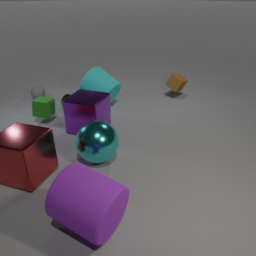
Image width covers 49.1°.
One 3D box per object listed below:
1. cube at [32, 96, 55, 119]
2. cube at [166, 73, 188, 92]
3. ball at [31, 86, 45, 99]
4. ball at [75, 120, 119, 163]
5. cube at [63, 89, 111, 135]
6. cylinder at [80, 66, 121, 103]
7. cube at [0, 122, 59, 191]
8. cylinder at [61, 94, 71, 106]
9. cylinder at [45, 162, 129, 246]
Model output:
[{"bbox_3d":[-3.539,-0.871,11.775,0.700,0.700,0.700,9,23,12],"label":"cube"},{"bbox_3d":[2.482,-2.325,14.261,0.700,0.700,0.700,45,33,18],"label":"cube"},{"bbox_3d":[-4.507,-1.762,14.038,0.700,0.700,0.700,0,28,0],"label":"ball"},{"bbox_3d":[-0.998,0.449,9.105,1.400,1.400,1.400,0,28,0],"label":"ball"},{"bbox_3d":[-1.586,-0.609,11.160,1.400,1.400,1.400,9,29,17],"label":"cube"},{"bbox_3d":[-1.282,-1.921,13.148,1.400,1.400,1.400,39,39,10],"label":"cylinder"},{"bbox_3d":[-3.144,0.814,8.420,1.400,1.400,1.400,8,29,20],"label":"cube"},{"bbox_3d":[-2.607,-1.160,12.938,0.700,0.700,0.700,23,36,37],"label":"cylinder"},{"bbox_3d":[-0.899,1.687,6.393,1.400,1.400,1.400,23,35,20],"label":"cylinder"}]
